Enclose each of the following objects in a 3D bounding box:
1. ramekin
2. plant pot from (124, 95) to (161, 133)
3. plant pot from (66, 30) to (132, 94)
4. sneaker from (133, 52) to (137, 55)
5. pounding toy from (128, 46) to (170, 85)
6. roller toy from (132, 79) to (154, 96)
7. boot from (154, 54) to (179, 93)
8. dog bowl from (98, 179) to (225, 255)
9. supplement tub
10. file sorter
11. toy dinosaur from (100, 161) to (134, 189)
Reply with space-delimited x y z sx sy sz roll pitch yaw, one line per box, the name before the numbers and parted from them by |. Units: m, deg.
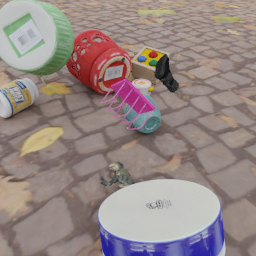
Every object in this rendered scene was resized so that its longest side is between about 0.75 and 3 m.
ramekin | -3.411 -3.213 9.990 2.679 2.679 1.309 4 12 6
plant pot | 0.624 -0.421 10.331 1.269 1.269 1.018 -15 45 -20
plant pot | -1.257 -2.882 12.777 2.477 2.477 2.255 -25 52 -30
sneaker | 0.435 -3.751 15.259 1.727 0.724 0.663 13 6 15
pounding toy | 0.907 -3.560 14.192 2.327 1.065 2.044 25 59 23
roller toy | 0.609 -1.803 12.672 0.889 0.681 0.975 -13 38 -17
boot | 1.337 -1.815 9.334 0.448 0.891 1.191 -25 40 46
dog bowl | 0.696 2.110 6.074 2.629 1.035 2.629 -7 12 2
supplement tub | -4.644 -1.273 11.481 1.194 1.194 1.650 21 41 26
file sorter | -0.029 -0.581 7.498 0.811 1.167 0.732 -10 42 58
toy dinosaur | -0.181 1.671 8.002 0.991 0.534 2.249 -13 40 -28
